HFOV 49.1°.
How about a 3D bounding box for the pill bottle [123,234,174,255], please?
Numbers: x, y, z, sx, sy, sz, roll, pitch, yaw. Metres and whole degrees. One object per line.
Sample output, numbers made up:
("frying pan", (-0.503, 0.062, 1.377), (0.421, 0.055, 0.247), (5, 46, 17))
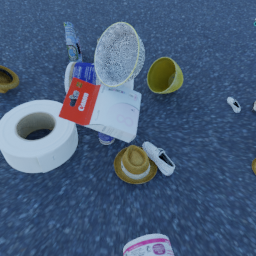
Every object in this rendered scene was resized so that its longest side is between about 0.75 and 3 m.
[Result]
("pill bottle", (0.709, 3.871, 6.733), (1.265, 1.265, 2.231), (-9, 49, -8))

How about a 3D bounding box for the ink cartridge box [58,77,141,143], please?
("ink cartridge box", (-0.779, -0.745, 8.955), (2.353, 0.671, 1.913), (24, 48, -17))

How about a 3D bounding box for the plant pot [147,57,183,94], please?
("plant pot", (1.788, -2.174, 12.238), (1.110, 1.563, 1.563), (10, 34, -44))

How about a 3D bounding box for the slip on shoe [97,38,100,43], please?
("slip on shoe", (-0.798, -4.948, 15.289), (1.795, 0.544, 0.683), (-6, 48, -5))

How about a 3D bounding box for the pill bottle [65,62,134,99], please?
("pill bottle", (-1.148, -1.909, 11.820), (2.714, 1.571, 1.571), (5, 48, 3))

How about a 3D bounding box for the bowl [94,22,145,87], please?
("bowl", (-0.103, -2.334, 9.289), (0.960, 2.047, 2.047), (1, 36, -47))

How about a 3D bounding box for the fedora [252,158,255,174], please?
("fedora", (4.797, 1.324, 9.651), (1.004, 0.409, 1.004), (0, 48, 0))

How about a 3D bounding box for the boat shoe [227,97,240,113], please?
("boat shoe", (4.531, -1.050, 11.894), (0.334, 0.296, 0.907), (-12, 49, -11))

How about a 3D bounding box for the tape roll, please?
("tape roll", (-3.264, 0.242, 10.251), (2.812, 0.983, 2.812), (0, 47, 0))

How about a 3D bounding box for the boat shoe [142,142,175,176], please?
("boat shoe", (1.106, 0.951, 9.808), (0.556, 0.494, 1.510), (-18, 55, -42))

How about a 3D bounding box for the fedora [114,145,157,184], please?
("fedora", (0.262, 1.123, 9.664), (1.623, 0.662, 1.623), (0, 47, 0))

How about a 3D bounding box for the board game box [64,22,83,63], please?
("board game box", (-2.552, -3.634, 13.430), (0.620, 2.009, 2.008), (-9, 62, -7))

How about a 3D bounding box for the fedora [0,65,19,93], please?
("fedora", (-5.755, -2.090, 12.388), (1.783, 0.727, 1.783), (19, 37, -15))

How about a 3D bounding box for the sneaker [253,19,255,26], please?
("sneaker", (4.803, -3.794, 9.930), (0.345, 0.293, 0.755), (-48, 23, -19))

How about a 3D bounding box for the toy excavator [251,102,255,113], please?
("toy excavator", (5.683, -0.707, 11.498), (1.051, 0.525, 1.022), (24, 53, 9))

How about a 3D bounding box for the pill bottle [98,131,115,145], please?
("pill bottle", (-0.801, 0.079, 10.354), (0.604, 1.044, 0.604), (0, 48, 0))
